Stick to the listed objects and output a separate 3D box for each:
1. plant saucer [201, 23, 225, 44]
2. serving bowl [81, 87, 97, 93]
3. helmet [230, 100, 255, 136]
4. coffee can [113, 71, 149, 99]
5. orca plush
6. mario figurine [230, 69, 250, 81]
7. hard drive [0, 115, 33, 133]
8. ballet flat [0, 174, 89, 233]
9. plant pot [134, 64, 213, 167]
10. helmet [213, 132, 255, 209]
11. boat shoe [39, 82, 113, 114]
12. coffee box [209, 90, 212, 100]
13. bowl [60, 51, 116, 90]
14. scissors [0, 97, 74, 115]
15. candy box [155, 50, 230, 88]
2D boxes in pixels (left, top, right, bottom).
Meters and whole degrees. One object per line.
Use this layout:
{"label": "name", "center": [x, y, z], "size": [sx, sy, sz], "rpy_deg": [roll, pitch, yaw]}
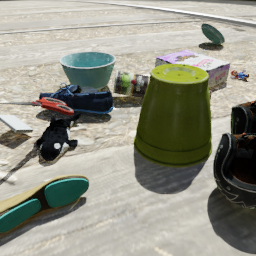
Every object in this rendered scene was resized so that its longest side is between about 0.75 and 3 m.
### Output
{"label": "plant saucer", "center": [5.669, -6.301, 18.908], "size": [1.954, 0.268, 1.954], "rpy_deg": [38, 4, -3]}
{"label": "serving bowl", "center": [-1.673, -1.361, 11.554], "size": [0.839, 0.276, 0.839], "rpy_deg": [4, 43, -3]}
{"label": "helmet", "center": [3.753, 0.086, 7.754], "size": [1.845, 1.759, 1.845], "rpy_deg": [-15, 0, 0]}
{"label": "coffee can", "center": [0.107, -1.768, 11.438], "size": [1.313, 0.961, 0.961], "rpy_deg": [9, 31, -3]}
{"label": "orca plush", "center": [-2.100, 0.009, 8.750], "size": [1.259, 0.851, 2.394], "rpy_deg": [11, 32, 17]}
{"label": "mario figurine", "center": [5.365, -2.609, 13.540], "size": [0.553, 0.475, 0.896], "rpy_deg": [-25, 40, -35]}
{"label": "hard drive", "center": [-3.653, -0.135, 9.045], "size": [1.026, 0.135, 0.677], "rpy_deg": [30, 14, 25]}
{"label": "ballet flat", "center": [-1.993, 1.514, 6.338], "size": [2.271, 0.779, 0.716], "rpy_deg": [-20, 29, -30]}
{"label": "plant pot", "center": [1.390, -0.542, 8.217], "size": [2.446, 2.355, 2.446], "rpy_deg": [0, 30, 0]}
{"label": "helmet", "center": [2.757, 0.960, 6.388], "size": [1.734, 1.653, 1.734], "rpy_deg": [3, -3, 0]}
{"label": "boat shoe", "center": [-1.897, -1.168, 10.452], "size": [2.799, 0.961, 1.178], "rpy_deg": [7, 10, 1]}
{"label": "coffee box", "center": [1.820, -0.834, 9.900], "size": [2.005, 1.147, 0.799], "rpy_deg": [13, 32, 19]}
{"label": "bowl", "center": [-1.737, -2.485, 12.527], "size": [2.448, 1.281, 2.448], "rpy_deg": [0, 31, 0]}
{"label": "scissors", "center": [-2.721, -0.725, 8.241], "size": [1.011, 0.193, 2.764], "rpy_deg": [36, 17, 29]}
{"label": "candy box", "center": [3.014, -2.790, 13.310], "size": [2.262, 0.964, 2.696], "rpy_deg": [-22, 38, -32]}
